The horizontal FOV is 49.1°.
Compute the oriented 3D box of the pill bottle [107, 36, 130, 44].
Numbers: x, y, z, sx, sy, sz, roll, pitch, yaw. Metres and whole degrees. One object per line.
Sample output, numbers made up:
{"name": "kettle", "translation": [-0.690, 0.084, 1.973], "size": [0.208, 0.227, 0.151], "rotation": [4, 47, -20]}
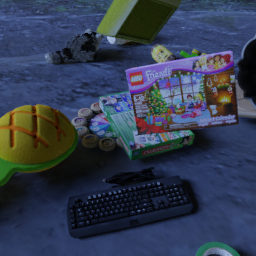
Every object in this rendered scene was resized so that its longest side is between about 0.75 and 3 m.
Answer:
{"name": "pill bottle", "translation": [-0.168, -4.770, 14.030], "size": [1.722, 0.956, 0.956], "rotation": [-27, 46, -30]}

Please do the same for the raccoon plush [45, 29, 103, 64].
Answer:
{"name": "raccoon plush", "translation": [-2.416, -3.836, 12.765], "size": [2.619, 1.267, 1.755], "rotation": [-4, 31, -5]}

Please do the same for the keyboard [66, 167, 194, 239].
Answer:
{"name": "keyboard", "translation": [-0.021, 1.515, 6.483], "size": [2.833, 0.561, 1.475], "rotation": [-9, 39, -12]}

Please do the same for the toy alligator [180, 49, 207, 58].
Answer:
{"name": "toy alligator", "translation": [3.177, -2.578, 11.560], "size": [0.687, 0.751, 2.532], "rotation": [20, 15, -50]}

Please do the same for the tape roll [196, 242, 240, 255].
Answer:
{"name": "tape roll", "translation": [1.733, 2.644, 5.311], "size": [0.924, 0.222, 0.924], "rotation": [0, 38, 0]}

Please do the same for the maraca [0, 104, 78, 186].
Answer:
{"name": "maraca", "translation": [-2.619, 0.362, 7.000], "size": [2.020, 1.576, 2.947], "rotation": [36, 42, 26]}

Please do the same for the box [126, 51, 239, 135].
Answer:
{"name": "box", "translation": [0.914, -0.554, 4.762], "size": [1.731, 1.184, 0.338], "rotation": [-7, 16, 16]}

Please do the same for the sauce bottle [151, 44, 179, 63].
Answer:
{"name": "sauce bottle", "translation": [1.698, -2.805, 11.752], "size": [0.736, 0.736, 2.275], "rotation": [-13, 39, -16]}

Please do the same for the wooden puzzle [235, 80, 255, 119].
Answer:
{"name": "wooden puzzle", "translation": [4.446, -0.861, 9.468], "size": [2.457, 0.614, 2.653], "rotation": [6, 34, 7]}

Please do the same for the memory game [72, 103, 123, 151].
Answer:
{"name": "memory game", "translation": [-0.544, -0.172, 8.894], "size": [2.517, 0.160, 2.517], "rotation": [0, 39, 0]}

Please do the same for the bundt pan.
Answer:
{"name": "bundt pan", "translation": [2.517, -0.916, 4.346], "size": [1.482, 1.482, 0.556], "rotation": [29, 25, 31]}

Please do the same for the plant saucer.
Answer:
{"name": "plant saucer", "translation": [0.403, -2.961, 7.449], "size": [1.893, 1.891, 0.453], "rotation": [-5, 61, -40]}

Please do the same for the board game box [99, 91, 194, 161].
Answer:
{"name": "board game box", "translation": [0.437, -0.288, 8.593], "size": [1.912, 0.414, 2.841], "rotation": [-12, 40, -18]}
